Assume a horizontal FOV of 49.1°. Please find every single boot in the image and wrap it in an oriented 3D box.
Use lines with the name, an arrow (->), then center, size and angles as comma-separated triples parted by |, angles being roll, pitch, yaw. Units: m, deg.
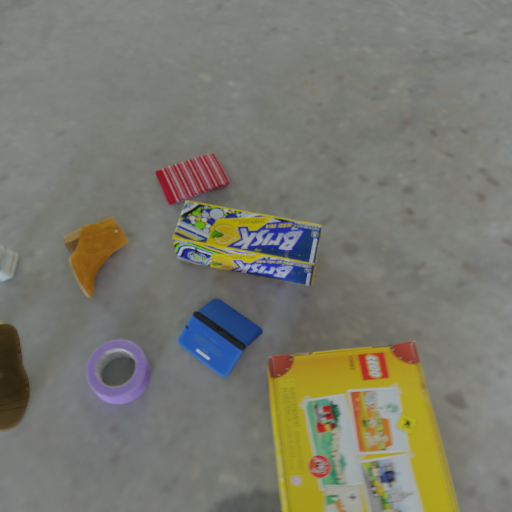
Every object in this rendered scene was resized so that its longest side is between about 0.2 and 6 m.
boot -> -3.101, -0.043, 11.177 | 1.200, 0.590, 1.676 | -23, 57, -9
boot -> -4.671, 1.992, 9.843 | 1.469, 1.899, 0.685 | 7, 13, 41

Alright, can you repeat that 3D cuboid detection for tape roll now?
tape roll -> -2.460, 2.072, 10.020 | 1.061, 0.451, 1.061 | -1, 58, 1

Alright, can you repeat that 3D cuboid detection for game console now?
game console -> -0.675, 1.519, 10.547 | 1.197, 0.708, 1.021 | 33, 96, 18

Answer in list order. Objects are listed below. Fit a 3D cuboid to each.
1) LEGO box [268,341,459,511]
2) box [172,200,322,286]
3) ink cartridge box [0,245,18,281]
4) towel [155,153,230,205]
LEGO box -> 1.573, 3.199, 8.865 | 2.470, 1.280, 3.316 | -5, 60, -3
box -> -0.156, -0.247, 11.127 | 2.800, 0.900, 0.981 | 10, 59, 7
ink cartridge box -> -5.136, 0.079, 11.003 | 0.318, 0.766, 0.562 | -18, 54, 26
towel -> -1.428, -1.719, 12.433 | 1.432, 0.161, 1.035 | -21, 60, -14
